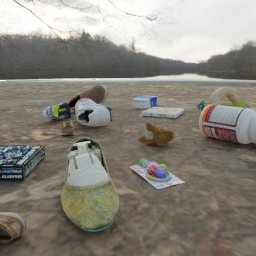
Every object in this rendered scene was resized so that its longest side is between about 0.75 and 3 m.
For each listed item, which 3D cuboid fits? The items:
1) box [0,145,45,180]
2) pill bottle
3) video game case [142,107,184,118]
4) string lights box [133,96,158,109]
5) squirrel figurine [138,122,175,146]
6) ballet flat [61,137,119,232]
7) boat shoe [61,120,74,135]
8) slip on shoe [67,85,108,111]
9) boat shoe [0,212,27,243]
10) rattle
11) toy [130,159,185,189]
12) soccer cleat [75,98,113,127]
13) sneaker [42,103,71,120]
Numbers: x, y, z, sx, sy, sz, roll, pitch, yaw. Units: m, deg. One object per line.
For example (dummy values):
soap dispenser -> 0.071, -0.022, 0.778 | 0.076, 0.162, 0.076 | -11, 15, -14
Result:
box -> -2.949, 0.823, 7.016 | 1.292, 0.374, 1.625 | 0, 13, 0
pill bottle -> 3.572, -0.118, 9.354 | 1.168, 1.168, 2.131 | -11, 17, -41
video game case -> 1.851, -0.828, 14.575 | 1.765, 0.222, 1.939 | 5, 14, 22
string lights box -> 1.097, -1.619, 17.220 | 0.997, 0.572, 1.940 | 5, 14, 21
squirrel figurine -> 1.028, 0.258, 9.217 | 1.008, 0.713, 0.941 | 25, 14, 30
ballet flat -> -0.826, 0.849, 5.556 | 1.050, 1.050, 2.971 | -2, 13, -10
boat shoe -> -2.289, -0.039, 10.583 | 0.490, 0.465, 1.294 | -4, 14, -17
slip on shoe -> -2.164, -1.530, 14.679 | 2.566, 0.975, 0.777 | -16, -8, 34
boat shoe -> -2.131, 1.462, 4.165 | 1.159, 0.439, 0.416 | 0, 14, 7
rattle -> 3.301, -0.668, 11.494 | 2.704, 1.760, 1.931 | -22, 20, -27
toy -> 0.650, 0.978, 6.536 | 0.734, 0.301, 1.275 | -7, 15, -26
soccer cleat -> -1.875, -0.707, 12.261 | 1.274, 1.031, 2.951 | -14, 18, -33
sneaker -> -3.314, -0.782, 13.260 | 0.790, 0.710, 1.920 | -15, -1, 15
